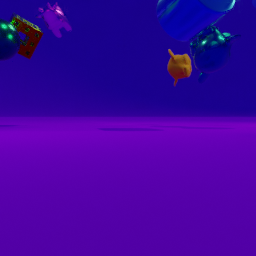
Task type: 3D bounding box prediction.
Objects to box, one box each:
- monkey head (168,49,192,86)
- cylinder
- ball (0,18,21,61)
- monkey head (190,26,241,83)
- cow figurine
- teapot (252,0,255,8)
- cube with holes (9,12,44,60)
[{"bbox_3d":[1.684,-1.964,9.255,0.782,1.297,0.933,-5,29,17],"label":"monkey head"},{"bbox_3d":[1.410,-2.672,5.974,1.205,1.205,1.205,-1,-10,-24],"label":"cylinder"},{"bbox_3d":[-3.406,-2.319,7.366,1.086,1.086,1.086,0,2,0],"label":"ball"},{"bbox_3d":[2.441,-2.130,7.740,1.334,1.117,1.854,-16,-24,-26],"label":"monkey head"},{"bbox_3d":[-2.214,-3.311,8.276,0.723,1.317,1.296,-30,-31,6],"label":"cow figurine"},{"bbox_3d":[3.522,-2.994,6.635,1.225,1.970,0.965,18,-45,-12],"label":"teapot"},{"bbox_3d":[-3.408,-2.948,8.971,0.949,0.949,0.949,25,16,-32],"label":"cube with holes"}]
